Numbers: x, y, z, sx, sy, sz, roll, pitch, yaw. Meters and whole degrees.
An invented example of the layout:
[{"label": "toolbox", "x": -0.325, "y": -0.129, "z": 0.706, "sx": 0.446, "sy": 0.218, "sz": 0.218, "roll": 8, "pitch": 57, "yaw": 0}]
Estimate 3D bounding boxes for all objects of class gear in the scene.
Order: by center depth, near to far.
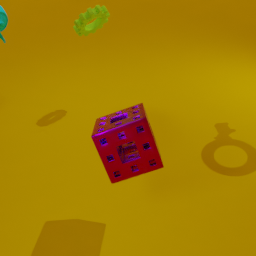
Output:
[{"label": "gear", "x": -1.028, "y": -3.019, "z": 7.929, "sx": 1.078, "sy": 1.078, "sz": 0.199, "roll": -29, "pitch": 86, "yaw": -33}]

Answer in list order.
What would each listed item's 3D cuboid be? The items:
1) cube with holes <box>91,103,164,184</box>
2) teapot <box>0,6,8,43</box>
[{"label": "cube with holes", "x": -0.002, "y": 0.223, "z": 4.625, "sx": 0.865, "sy": 0.865, "sz": 0.865, "roll": -19, "pitch": 19, "yaw": 6}, {"label": "teapot", "x": -4.016, "y": -3.231, "z": 8.433, "sx": 0.716, "sy": 1.463, "sz": 0.909, "roll": 34, "pitch": 59, "yaw": 13}]
